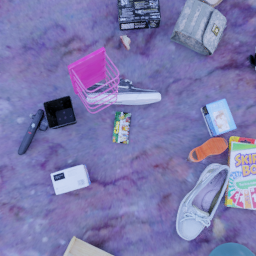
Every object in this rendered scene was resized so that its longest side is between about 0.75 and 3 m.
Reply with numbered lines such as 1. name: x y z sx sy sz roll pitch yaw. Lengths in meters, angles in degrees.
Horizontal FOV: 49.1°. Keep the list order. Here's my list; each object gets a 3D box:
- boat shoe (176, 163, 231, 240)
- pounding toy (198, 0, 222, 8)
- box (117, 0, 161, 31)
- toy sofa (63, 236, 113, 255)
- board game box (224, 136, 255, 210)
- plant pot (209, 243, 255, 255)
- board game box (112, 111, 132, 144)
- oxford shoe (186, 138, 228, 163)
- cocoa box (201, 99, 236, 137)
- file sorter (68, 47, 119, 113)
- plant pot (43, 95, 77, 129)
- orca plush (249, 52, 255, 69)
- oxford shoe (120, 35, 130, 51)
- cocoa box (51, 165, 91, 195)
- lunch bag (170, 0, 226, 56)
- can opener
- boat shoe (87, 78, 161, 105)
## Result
1. boat shoe: 2.647 2.571 9.800 1.083 0.943 2.940 33 85 4
2. pounding toy: 3.478 -5.647 10.712 2.187 1.255 1.251 -40 89 -5
3. box: 0.402 -4.592 10.860 1.606 0.692 1.315 -6 83 -1
4. toy sofa: -1.262 4.568 9.733 1.903 0.929 0.788 24 58 3
5. board game box: 4.276 1.618 10.263 1.230 0.386 2.575 7 80 0
6. plant pot: 3.721 5.010 9.182 1.983 1.591 1.983 0 83 -1
7. board game box: -0.230 -0.013 10.564 0.617 0.138 1.177 6 83 3
8. oxford shoe: 2.875 0.804 10.266 1.704 0.621 0.607 -17 76 -19
9. cocoa box: 3.301 -0.361 10.279 0.782 0.769 1.172 -18 83 -2
10. file sorter: -1.003 -1.411 8.999 1.251 1.800 1.129 -32 77 -13
11. plant pot: -2.379 -0.473 10.216 1.007 0.896 1.010 -16 78 -2
12. orca plush: 5.510 -2.994 10.539 1.365 0.923 2.595 22 83 3
13. oxford shoe: -0.049 -3.302 10.739 0.325 0.311 0.879 -20 55 -2
14. cocoa box: -2.019 1.825 10.002 1.168 0.766 0.779 -16 83 -2
15. lunch bag: 2.730 -3.774 10.588 1.817 1.068 1.490 23 84 -3
16. can opener: -3.526 0.156 10.306 0.737 0.594 1.874 29 83 3
17. boat shoe: -0.157 -1.380 10.366 2.752 0.987 0.933 1 84 7
